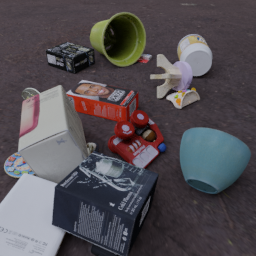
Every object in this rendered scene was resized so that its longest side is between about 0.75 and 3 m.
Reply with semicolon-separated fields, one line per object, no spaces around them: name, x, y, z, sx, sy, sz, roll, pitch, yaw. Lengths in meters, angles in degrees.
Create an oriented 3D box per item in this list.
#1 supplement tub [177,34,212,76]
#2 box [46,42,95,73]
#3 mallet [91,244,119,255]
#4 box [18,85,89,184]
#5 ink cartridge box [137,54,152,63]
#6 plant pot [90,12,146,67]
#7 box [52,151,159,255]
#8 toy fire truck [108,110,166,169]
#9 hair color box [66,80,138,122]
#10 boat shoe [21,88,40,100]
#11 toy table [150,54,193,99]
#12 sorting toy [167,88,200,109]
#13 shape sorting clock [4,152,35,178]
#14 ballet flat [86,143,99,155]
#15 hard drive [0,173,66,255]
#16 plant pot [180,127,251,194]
supplement tub;3.750;-4.106;15.800;1.744;1.744;2.411;1;36;2
box;-3.403;-4.221;16.634;2.237;0.963;1.832;21;41;27
mallet;-0.990;3.505;6.419;0.728;0.455;2.210;21;44;24
box;-2.466;0.195;9.447;1.584;1.859;2.907;-23;38;0
ink cartridge box;0.858;-4.401;17.534;1.009;0.226;0.889;15;37;21
plant pot;-0.900;-5.462;17.096;2.986;2.986;2.745;-21;30;-27
box;-0.523;1.864;7.406;2.073;1.307;2.109;16;25;15
toy fire truck;0.423;0.484;10.151;1.780;1.189;2.120;43;50;13
hair color box;-1.125;-1.232;12.545;2.904;0.889;1.474;13;39;18
boat shoe;-4.220;-1.249;12.713;2.036;0.727;0.608;26;38;26
toy table;2.021;-2.471;13.536;1.309;2.054;2.234;-3;-3;-15
sorting toy;2.493;-1.492;13.283;1.323;0.707;1.191;-25;24;-31
shape sorting clock;-3.570;1.213;9.684;1.333;0.262;1.333;0;36;0
ballet flat;-1.361;0.827;10.061;0.485;0.485;1.328;8;36;11
hard drive;-2.517;2.451;7.256;1.866;0.377;2.829;19;31;0
plant pot;2.464;1.145;8.544;2.112;2.112;1.422;17;66;22
